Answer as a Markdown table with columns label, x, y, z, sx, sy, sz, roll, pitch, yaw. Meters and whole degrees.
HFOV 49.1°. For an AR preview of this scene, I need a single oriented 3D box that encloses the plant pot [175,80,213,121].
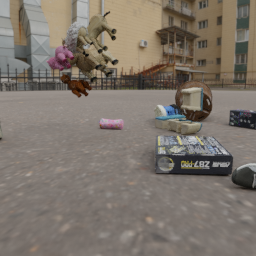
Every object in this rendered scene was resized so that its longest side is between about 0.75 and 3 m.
| label | x | y | z | sx | sy | sz | roll | pitch | yaw |
| --- | --- | --- | --- | --- | --- | --- | --- | --- | --- |
| plant pot | 3.373 | -1.304 | 14.103 | 1.964 | 1.964 | 1.944 | 1 | 17 | 8 |

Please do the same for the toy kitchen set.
| label | x | y | z | sx | sy | sz | roll | pitch | yaw |
| --- | --- | --- | --- | --- | --- | --- | --- | --- | --- |
| toy kitchen set | 2.180 | -0.759 | 11.089 | 1.261 | 1.715 | 2.140 | -7 | 12 | -28 |

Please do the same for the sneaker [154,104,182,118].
| label | x | y | z | sx | sy | sz | roll | pitch | yaw |
| --- | --- | --- | --- | --- | --- | --- | --- | --- | --- |
| sneaker | 1.967 | -0.718 | 13.171 | 1.220 | 0.842 | 2.193 | -8 | 1 | 0 |

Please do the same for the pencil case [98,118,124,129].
| label | x | y | z | sx | sy | sz | roll | pitch | yaw |
| --- | --- | --- | --- | --- | --- | --- | --- | --- | --- |
| pencil case | -0.686 | -0.176 | 11.505 | 1.010 | 0.442 | 0.442 | 3 | 11 | 14 |

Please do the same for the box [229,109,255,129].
| label | x | y | z | sx | sy | sz | roll | pitch | yaw |
| --- | --- | --- | --- | --- | --- | --- | --- | --- | --- |
| box | 5.098 | -0.391 | 11.959 | 0.790 | 0.685 | 1.292 | -7 | 12 | -34 |

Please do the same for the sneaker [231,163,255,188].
| label | x | y | z | sx | sy | sz | roll | pitch | yaw |
| --- | --- | --- | --- | --- | --- | --- | --- | --- | --- |
| sneaker | 2.584 | 0.963 | 5.050 | 1.246 | 0.468 | 0.720 | 0 | 12 | -4 |

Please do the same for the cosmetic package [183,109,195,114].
| label | x | y | z | sx | sy | sz | roll | pitch | yaw |
| --- | --- | --- | --- | --- | --- | --- | --- | --- | --- |
| cosmetic package | 3.616 | -1.369 | 16.527 | 1.015 | 1.014 | 1.230 | -9 | 15 | -42 |

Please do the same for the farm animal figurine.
| label | x | y | z | sx | sy | sz | roll | pitch | yaw |
| --- | --- | --- | --- | --- | --- | --- | --- | --- | --- |
| farm animal figurine | -1.514 | -2.416 | 8.863 | 2.295 | 1.429 | 2.842 | -41 | -14 | -12 |

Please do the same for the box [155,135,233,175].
| label | x | y | z | sx | sy | sz | roll | pitch | yaw |
| --- | --- | --- | --- | --- | --- | --- | --- | --- | --- |
| box | 1.498 | 0.599 | 6.936 | 1.656 | 0.504 | 2.054 | 2 | 10 | 5 |

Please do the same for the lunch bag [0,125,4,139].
| label | x | y | z | sx | sy | sz | roll | pitch | yaw |
| --- | --- | --- | --- | --- | --- | --- | --- | --- | --- |
| lunch bag | -4.674 | -0.197 | 8.997 | 0.975 | 1.399 | 1.174 | 12 | 19 | 40 |
